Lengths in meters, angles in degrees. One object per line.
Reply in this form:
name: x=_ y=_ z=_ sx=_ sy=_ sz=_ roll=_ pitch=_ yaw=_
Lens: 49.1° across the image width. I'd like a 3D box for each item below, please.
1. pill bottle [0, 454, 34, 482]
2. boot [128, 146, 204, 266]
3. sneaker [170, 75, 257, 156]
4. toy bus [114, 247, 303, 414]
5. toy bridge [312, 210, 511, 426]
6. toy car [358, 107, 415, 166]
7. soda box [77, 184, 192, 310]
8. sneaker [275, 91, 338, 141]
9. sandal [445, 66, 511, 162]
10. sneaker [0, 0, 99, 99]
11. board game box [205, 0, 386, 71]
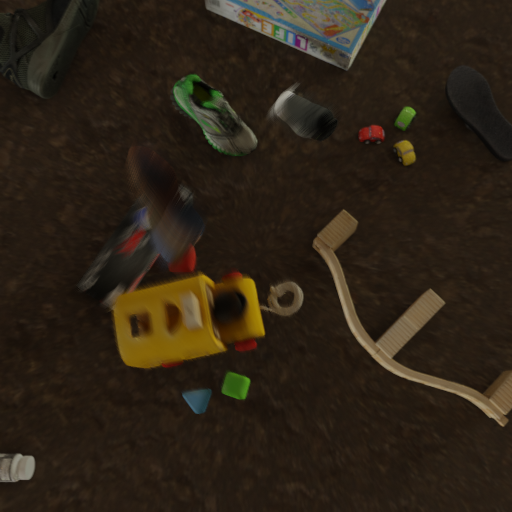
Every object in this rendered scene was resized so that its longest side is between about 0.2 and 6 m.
pill bottle: x=-4.459 y=3.796 z=10.032 sx=0.831 sy=0.473 sz=0.473 roll=0 pitch=74 yaw=0
boot: x=-1.725 y=-0.846 z=9.664 sx=0.799 sy=1.036 sz=2.138 roll=-16 pitch=64 yaw=-35
sneaker: x=-0.814 y=-2.826 z=11.448 sx=2.083 sy=0.888 sz=0.813 roll=37 pitch=73 yaw=-17
toy bus: x=-1.004 y=1.036 z=9.513 sx=2.627 sy=1.439 sz=2.784 roll=30 pitch=84 yaw=15
toy bridge: x=2.844 y=1.360 z=10.628 sx=1.636 sy=0.663 sz=4.868 roll=-43 pitch=79 yaw=-8
toy car: x=3.022 y=-2.719 z=11.972 sx=1.341 sy=0.299 sz=1.262 roll=32 pitch=77 yaw=8
soda box: x=-2.296 y=-0.254 z=10.893 sx=0.849 sy=0.949 sz=2.682 roll=33 pitch=78 yaw=0
sneaker: x=1.112 y=-2.342 z=10.110 sx=0.906 sy=1.827 sz=0.646 roll=39 pitch=105 yaw=26
sandal: x=4.793 y=-2.988 z=12.021 sx=0.875 sy=0.493 sz=2.301 roll=-31 pitch=86 yaw=-1
sneaker: x=-4.670 y=-5.162 z=12.182 sx=1.837 sy=1.226 sz=3.207 roll=24 pitch=81 yaw=0
board game box: x=0.992 y=-6.028 z=12.742 sx=3.635 sy=0.622 sz=2.443 roll=27 pitch=76 yaw=8
